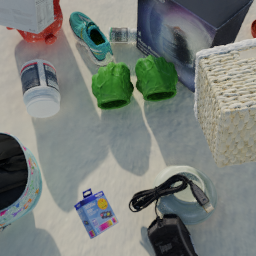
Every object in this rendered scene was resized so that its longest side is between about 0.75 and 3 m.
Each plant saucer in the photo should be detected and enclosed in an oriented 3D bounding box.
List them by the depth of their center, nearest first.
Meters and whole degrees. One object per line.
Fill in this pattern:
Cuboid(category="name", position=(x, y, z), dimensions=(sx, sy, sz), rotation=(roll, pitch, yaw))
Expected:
Cuboid(category="plant saucer", position=(1.550, 1.680, 7.555), dimensions=(1.791, 0.450, 1.791), rotation=(0, 52, 0))

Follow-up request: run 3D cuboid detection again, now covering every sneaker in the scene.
Cuboid(category="sneaker", position=(-1.302, -3.463, 10.147), dimensions=(1.017, 1.045, 2.623), rotation=(-31, 66, -15))

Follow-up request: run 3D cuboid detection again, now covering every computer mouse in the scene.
Cuboid(category="computer mouse", position=(1.391, 2.577, 6.913), dimensions=(1.993, 0.653, 2.839), rotation=(-37, 63, 19))

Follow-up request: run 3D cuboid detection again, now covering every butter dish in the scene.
Cuboid(category="butter dish", position=(-3.106, -3.746, 10.018), dimensions=(2.118, 2.112, 1.566), rotation=(-31, 97, -19))

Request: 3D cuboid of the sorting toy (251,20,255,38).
Cuboid(category="sorting toy", position=(5.617, -3.373, 10.119), dimensions=(2.439, 1.001, 1.465), rotation=(37, 68, 17))

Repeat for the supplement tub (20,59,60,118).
Cuboid(category="supplement tub", position=(-2.795, -1.260, 8.957), dimensions=(1.130, 1.130, 1.611), rotation=(-13, 64, -7))

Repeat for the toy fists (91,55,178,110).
Cuboid(category="toy fists", position=(0.202, -1.504, 9.130), dimensions=(2.815, 0.968, 1.435), rotation=(-9, 72, 6))

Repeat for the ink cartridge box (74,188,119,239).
Cuboid(category="ink cartridge box", position=(-0.621, 1.552, 5.243), dimensions=(0.558, 0.312, 0.818), rotation=(-18, 70, -42))

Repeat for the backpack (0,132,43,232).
Cuboid(category="backpack", position=(-3.540, 1.451, 7.064), dimensions=(2.630, 1.980, 2.335), rotation=(-28, 64, -5))

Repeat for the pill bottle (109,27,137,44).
Cuboid(category="pill bottle", position=(-0.197, -3.434, 10.397), dimensions=(1.017, 0.575, 0.575), rotation=(1, 63, -1))

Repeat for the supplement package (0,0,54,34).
Cuboid(category="supplement package", position=(-2.640, -3.262, 6.902), dimensions=(1.286, 1.345, 0.989), rotation=(14, 42, 5))

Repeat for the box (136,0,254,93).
Cuboid(category="box", position=(1.828, -3.253, 8.977), dimensions=(1.811, 2.915, 2.939), rotation=(-40, 69, -19))

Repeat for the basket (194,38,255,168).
Cuboid(category="basket", position=(2.573, -0.464, 5.731), dimensions=(2.104, 2.123, 1.707), rotation=(-10, 53, 6))
